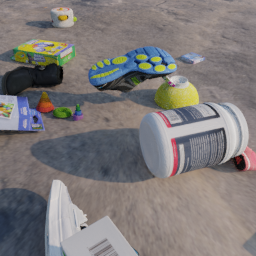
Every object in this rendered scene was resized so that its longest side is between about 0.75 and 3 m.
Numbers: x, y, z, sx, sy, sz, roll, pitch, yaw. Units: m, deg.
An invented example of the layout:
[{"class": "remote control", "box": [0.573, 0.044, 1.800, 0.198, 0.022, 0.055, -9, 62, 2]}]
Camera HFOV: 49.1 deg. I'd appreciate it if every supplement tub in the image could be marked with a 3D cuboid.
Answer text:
[{"class": "supplement tub", "box": [1.605, 0.250, 7.139, 2.348, 1.648, 1.648, -11, 37, -15]}]

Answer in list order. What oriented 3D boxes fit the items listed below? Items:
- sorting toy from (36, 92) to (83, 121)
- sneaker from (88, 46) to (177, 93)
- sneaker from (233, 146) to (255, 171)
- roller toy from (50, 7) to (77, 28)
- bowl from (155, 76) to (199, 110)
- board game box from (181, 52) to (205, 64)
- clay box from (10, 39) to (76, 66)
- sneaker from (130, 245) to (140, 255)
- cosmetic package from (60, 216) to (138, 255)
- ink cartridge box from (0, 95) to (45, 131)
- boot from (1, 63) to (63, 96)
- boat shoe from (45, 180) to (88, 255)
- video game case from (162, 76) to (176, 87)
[{"class": "sorting toy", "box": [-2.306, -0.779, 9.403, 1.834, 0.632, 0.636, 16, 30, 21]}, {"class": "sneaker", "box": [0.142, -1.809, 9.022, 2.798, 1.159, 0.992, -13, 70, 3]}, {"class": "sneaker", "box": [3.141, 0.675, 7.691, 0.601, 0.511, 1.387, 9, 39, -11]}, {"class": "roller toy", "box": [-4.147, -6.989, 17.609, 1.389, 1.064, 1.523, 16, 39, 21]}, {"class": "bowl", "box": [1.783, -1.354, 10.051, 1.595, 0.858, 1.595, 1, 35, 0]}, {"class": "board game box", "box": [3.089, -3.330, 13.335, 0.806, 0.176, 0.810, -27, 44, -31]}, {"class": "clay box", "box": [-4.095, -3.611, 13.305, 2.761, 0.657, 1.586, 13, 37, 16]}, {"class": "sneaker", "box": [0.126, 2.556, 4.931, 0.495, 0.554, 1.353, -24, 43, -30]}, {"class": "cosmetic package", "box": [-0.315, 2.337, 4.096, 0.797, 1.878, 1.011, -23, 42, -28]}, {"class": "ink cartridge box", "box": [-3.983, -0.513, 8.522, 2.709, 0.568, 1.616, 5, 26, -26]}, {"class": "boot", "box": [-3.555, -1.889, 10.763, 1.871, 0.851, 2.227, -2, 30, 4]}, {"class": "boat shoe", "box": [-1.194, 1.984, 5.567, 0.801, 0.842, 2.338, 6, 29, -21]}, {"class": "video game case", "box": [1.241, -1.686, 9.340, 0.689, 0.136, 0.760, 49, 16, 18]}]
